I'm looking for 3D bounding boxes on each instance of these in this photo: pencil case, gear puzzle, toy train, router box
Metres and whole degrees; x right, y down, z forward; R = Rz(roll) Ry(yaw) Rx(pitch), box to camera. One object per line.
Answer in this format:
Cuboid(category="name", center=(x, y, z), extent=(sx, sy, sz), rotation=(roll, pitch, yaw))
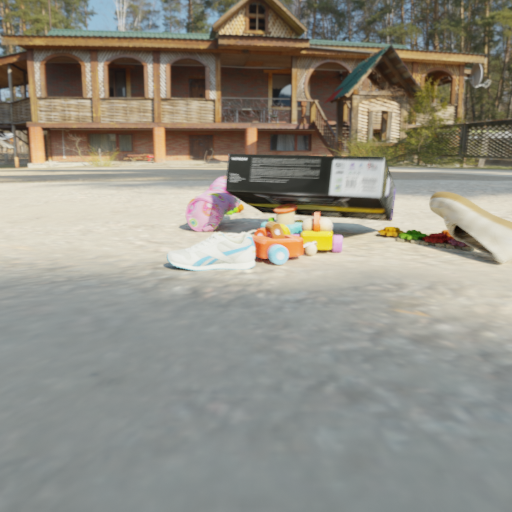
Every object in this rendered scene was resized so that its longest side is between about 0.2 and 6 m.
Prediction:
Cuboid(category="pencil case", center=(-0.944, -1.278, 13.501), extent=(0.929, 0.929, 2.125), rotation=(3, 22, 15))
Cuboid(category="gear puzzle", center=(3.616, -0.453, 11.639), extent=(2.304, 0.302, 1.193), rotation=(11, 16, 43))
Cuboid(category="toy train", center=(0.424, -0.506, 10.652), extent=(2.131, 0.789, 2.837), rotation=(-3, 12, -18))
Cuboid(category="router box", center=(1.249, -1.420, 11.911), extent=(3.164, 0.826, 2.488), rotation=(5, -5, 18))

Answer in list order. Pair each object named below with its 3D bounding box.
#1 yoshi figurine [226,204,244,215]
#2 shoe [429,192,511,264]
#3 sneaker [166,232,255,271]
Cuboid(category="yoshi figurine", center=(-0.936, -1.480, 15.957), extent=(1.203, 0.673, 0.676), rotation=(-10, 22, -30))
Cuboid(category="shoe", center=(3.860, -0.544, 10.162), extent=(0.831, 0.634, 2.376), rotation=(41, 3, -32))
Cuboid(category="sneaker", center=(-0.736, -0.080, 9.117), extent=(1.436, 0.580, 0.549), rotation=(-3, 13, -8))
